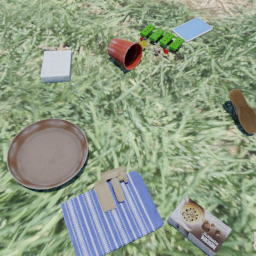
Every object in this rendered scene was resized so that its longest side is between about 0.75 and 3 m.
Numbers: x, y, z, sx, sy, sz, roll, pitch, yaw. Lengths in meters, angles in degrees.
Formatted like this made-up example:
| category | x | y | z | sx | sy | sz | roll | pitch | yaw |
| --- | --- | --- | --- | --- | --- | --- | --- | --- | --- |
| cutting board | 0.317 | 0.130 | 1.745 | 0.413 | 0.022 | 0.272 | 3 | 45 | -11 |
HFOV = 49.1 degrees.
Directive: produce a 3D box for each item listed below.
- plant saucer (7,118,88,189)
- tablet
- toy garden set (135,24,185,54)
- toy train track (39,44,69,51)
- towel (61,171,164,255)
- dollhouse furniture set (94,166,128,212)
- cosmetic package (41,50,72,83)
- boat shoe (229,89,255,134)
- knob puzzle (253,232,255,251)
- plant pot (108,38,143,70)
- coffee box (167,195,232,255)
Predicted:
| category | x | y | z | sx | sy | sz | roll | pitch | yaw |
| --- | --- | --- | --- | --- | --- | --- | --- | --- | --- |
| plant saucer | -2.863 | 0.928 | 10.154 | 2.865 | 0.459 | 2.865 | 0 | 55 | 0 |
| tablet | 3.305 | -5.053 | 14.366 | 1.818 | 0.124 | 1.183 | -31 | 62 | -18 |
| toy garden set | 1.434 | -4.110 | 13.594 | 2.019 | 0.403 | 1.683 | 31 | 60 | 18 |
| toy train track | -3.583 | -3.899 | 13.527 | 1.449 | 0.236 | 0.831 | 4 | 56 | 3 |
| towel | -0.526 | 2.789 | 9.042 | 2.872 | 0.343 | 2.079 | -22 | 60 | -12 |
| dollhouse furniture set | -0.473 | 1.998 | 9.363 | 1.072 | 1.127 | 0.918 | -19 | 99 | -3 |
| cosmetic package | -3.206 | -2.804 | 12.669 | 1.247 | 0.427 | 1.654 | -2 | 56 | -3 |
| boat shoe | 4.503 | -0.623 | 11.036 | 0.672 | 0.671 | 1.863 | -27 | 78 | 6 |
| knob puzzle | 4.265 | 3.652 | 8.513 | 0.964 | 0.134 | 0.964 | 0 | 56 | 0 |
| plant pot | -0.189 | -3.445 | 12.712 | 1.221 | 1.256 | 1.256 | 34 | 62 | 30 |
| coffee box | 2.169 | 3.011 | 8.621 | 1.652 | 0.659 | 0.934 | 37 | 63 | 22 |
